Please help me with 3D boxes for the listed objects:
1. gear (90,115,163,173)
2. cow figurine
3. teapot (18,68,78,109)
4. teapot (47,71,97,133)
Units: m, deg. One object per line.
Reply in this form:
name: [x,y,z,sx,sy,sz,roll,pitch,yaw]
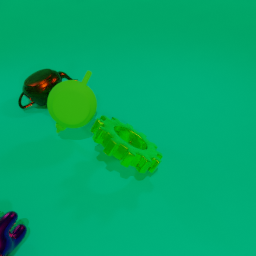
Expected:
gear: [-0.017,0.326,6.145,1.653,0.306,1.653,30,17,-10]
cow figurine: [-2.212,1.930,4.385,1.330,0.730,1.309,5,38,25]
teapot: [-2.436,-1.198,8.437,1.944,0.952,1.209,-34,39,-14]
teapot: [-1.348,-0.551,6.749,1.148,1.846,0.904,28,14,-13]
